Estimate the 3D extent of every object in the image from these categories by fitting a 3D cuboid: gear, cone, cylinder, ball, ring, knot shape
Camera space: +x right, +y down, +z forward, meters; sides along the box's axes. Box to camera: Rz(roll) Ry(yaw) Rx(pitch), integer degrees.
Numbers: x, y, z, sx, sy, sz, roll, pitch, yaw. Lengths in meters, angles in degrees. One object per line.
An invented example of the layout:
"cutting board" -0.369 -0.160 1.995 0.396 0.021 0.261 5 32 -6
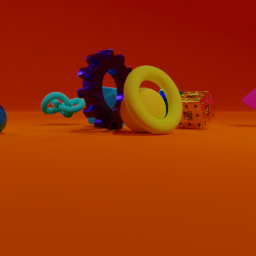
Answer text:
"gear" -0.447 -0.936 7.029 0.361 1.953 1.953 -2 2 35
"cone" 4.298 -1.189 8.648 1.097 1.101 1.097 9 30 -5
"cylinder" -0.634 -0.687 8.829 1.167 1.167 1.167 7 7 -1
"ball" 0.347 -0.405 6.509 1.055 1.055 1.055 0 4 0
"ring" 0.580 -0.625 6.124 1.568 1.568 0.314 -3 -15 -37
"knot shape" -2.417 -0.811 9.995 1.509 0.697 1.412 -7 -11 40

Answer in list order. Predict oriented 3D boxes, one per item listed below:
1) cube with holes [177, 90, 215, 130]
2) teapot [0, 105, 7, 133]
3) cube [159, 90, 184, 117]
"cube with holes" 1.873 -0.520 7.921 0.820 0.820 0.820 3 28 39
"teapot" -3.007 -0.206 6.054 0.551 0.699 1.125 -1 0 3
"cube" 1.662 -0.678 9.516 1.098 1.098 1.098 7 6 20
